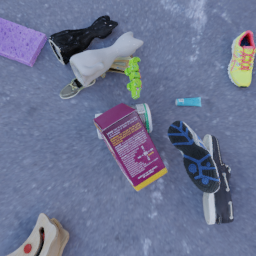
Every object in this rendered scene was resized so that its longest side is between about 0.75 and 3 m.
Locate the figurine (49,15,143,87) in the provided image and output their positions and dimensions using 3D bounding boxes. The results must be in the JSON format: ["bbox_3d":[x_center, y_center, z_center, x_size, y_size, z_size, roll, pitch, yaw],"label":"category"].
[{"bbox_3d":[-1.128,-3.068,10.361,2.681,1.183,2.748,-34,55,-14],"label":"figurine"}]

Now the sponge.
[{"bbox_3d":[-4.690,-3.503,11.170,2.518,0.376,1.405,21,77,5],"label":"sponge"}]

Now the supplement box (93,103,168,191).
[{"bbox_3d":[0.047,0.546,8.798,1.188,1.507,2.303,-31,111,-7],"label":"supplement box"}]

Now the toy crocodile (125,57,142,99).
[{"bbox_3d":[0.243,-1.713,9.548,0.467,0.510,1.512,3,71,-31],"label":"toy crocodile"}]

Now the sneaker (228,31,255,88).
[{"bbox_3d":[4.374,-2.646,10.614,0.882,1.019,2.257,3,77,-1],"label":"sneaker"}]

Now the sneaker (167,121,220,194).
[{"bbox_3d":[2.069,0.806,8.276,0.895,0.910,2.364,-38,57,26],"label":"sneaker"}]

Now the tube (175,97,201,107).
[{"bbox_3d":[2.300,-0.986,10.606,0.972,0.245,0.376,-1,83,-5],"label":"tube"}]

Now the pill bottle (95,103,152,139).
[{"bbox_3d":[-0.157,-0.206,9.955,1.893,1.070,1.070,-10,76,-2],"label":"pill bottle"}]

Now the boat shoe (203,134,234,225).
[{"bbox_3d":[3.030,1.707,9.450,0.903,1.106,2.994,-1,79,0],"label":"boat shoe"}]

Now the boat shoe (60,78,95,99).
[{"bbox_3d":[-1.949,-1.634,10.641,1.509,0.451,0.539,-31,78,-8],"label":"boat shoe"}]

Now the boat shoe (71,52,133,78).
[{"bbox_3d":[-0.992,-2.363,10.682,2.386,0.855,0.908,-1,87,0],"label":"boat shoe"}]

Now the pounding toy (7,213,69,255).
[{"bbox_3d":[-2.843,4.227,9.030,1.493,1.498,2.611,8,63,31],"label":"pounding toy"}]
